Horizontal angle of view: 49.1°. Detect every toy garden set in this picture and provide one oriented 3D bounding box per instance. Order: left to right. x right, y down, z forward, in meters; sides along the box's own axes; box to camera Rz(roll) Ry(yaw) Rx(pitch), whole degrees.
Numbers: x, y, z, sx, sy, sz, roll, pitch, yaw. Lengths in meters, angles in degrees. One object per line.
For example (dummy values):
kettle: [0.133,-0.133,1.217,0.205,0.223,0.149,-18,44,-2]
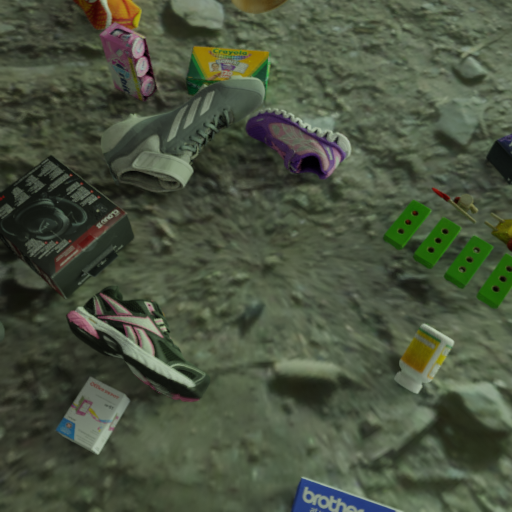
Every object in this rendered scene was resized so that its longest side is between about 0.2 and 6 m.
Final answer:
toy garden set: [3.768,-0.301,10.219,2.264,0.452,1.887,35,68,19]

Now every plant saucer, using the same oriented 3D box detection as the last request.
plant saucer: [0.166,-5.904,11.809,1.672,1.672,0.296,-16,67,-9]

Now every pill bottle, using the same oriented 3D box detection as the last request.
pill bottle: [2.620,1.636,8.843,0.564,0.564,1.001,31,95,16]

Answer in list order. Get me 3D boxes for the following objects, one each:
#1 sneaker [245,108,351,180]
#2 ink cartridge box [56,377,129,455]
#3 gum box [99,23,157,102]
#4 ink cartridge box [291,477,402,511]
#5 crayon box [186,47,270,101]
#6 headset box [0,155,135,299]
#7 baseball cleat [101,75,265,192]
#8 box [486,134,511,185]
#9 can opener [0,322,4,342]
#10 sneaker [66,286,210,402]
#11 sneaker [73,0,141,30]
sneaker: [0.719,-2.151,11.062,2.168,0.872,0.959,23,70,11]
ink cartridge box: [-2.500,2.448,8.637,0.680,0.398,0.941,22,61,13]
gum box: [-2.660,-4.068,11.746,0.842,1.484,0.491,29,64,17]
ink cartridge box: [1.825,4.193,7.484,2.998,0.663,1.409,16,60,9]
crayon box: [-0.593,-4.000,12.270,1.726,0.503,1.025,5,60,3]
headset box: [-3.474,-0.494,10.040,2.313,0.893,1.721,36,66,18]
baseball cleat: [-1.244,-2.277,11.040,3.460,1.206,1.841,-23,67,-1]
box: [5.311,-2.020,11.102,1.093,0.570,0.808,-24,64,-14]
can opener: [-4.693,0.961,9.437,0.386,0.484,1.448,-46,57,1]
sneaker: [-1.767,1.259,8.975,2.602,1.045,1.124,30,63,14]
sneaker: [-3.708,-6.365,13.495,1.195,1.131,3.098,-11,59,-35]
